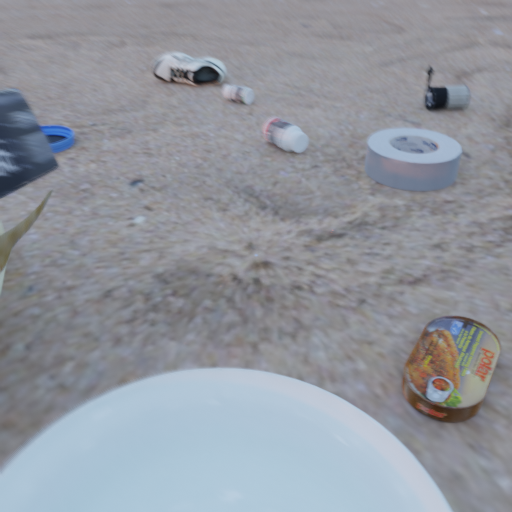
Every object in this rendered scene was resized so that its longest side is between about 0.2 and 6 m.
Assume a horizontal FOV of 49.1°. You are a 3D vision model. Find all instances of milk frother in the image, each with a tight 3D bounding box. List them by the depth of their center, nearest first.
[{"bbox_3d":[4.499,-3.999,13.329,0.899,0.956,0.863,-5,30,-8],"label":"milk frother"}]

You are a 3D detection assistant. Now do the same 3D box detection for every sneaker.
[{"bbox_3d":[-1.819,-4.944,14.941,2.002,0.757,0.878,-2,34,-1],"label":"sneaker"}]

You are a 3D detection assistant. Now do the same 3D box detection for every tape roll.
[{"bbox_3d":[2.868,-1.806,10.334,1.687,0.557,1.687,-1,33,0],"label":"tape roll"}]

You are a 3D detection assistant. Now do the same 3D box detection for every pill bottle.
[{"bbox_3d":[0.602,-2.416,11.290,0.530,0.530,0.957,-20,39,-28],"label":"pill bottle"},{"bbox_3d":[-0.451,-3.982,13.799,0.690,0.390,0.390,20,38,28],"label":"pill bottle"}]

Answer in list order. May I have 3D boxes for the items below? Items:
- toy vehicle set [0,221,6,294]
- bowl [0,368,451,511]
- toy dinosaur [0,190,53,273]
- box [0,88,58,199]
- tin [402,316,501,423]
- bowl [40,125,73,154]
[{"bbox_3d":[-4.317,0.899,6.223,2.479,0.529,3.989,-8,34,-12],"label":"toy vehicle set"},{"bbox_3d":[-0.273,2.218,3.484,2.981,1.340,2.981,1,33,0],"label":"bowl"},{"bbox_3d":[-3.100,-0.047,6.534,2.008,0.584,1.015,-45,44,-11],"label":"toy dinosaur"},{"bbox_3d":[-4.116,-0.189,4.976,3.765,0.937,2.969,-18,20,18],"label":"box"},{"bbox_3d":[2.114,1.184,6.036,0.838,0.313,1.497,15,36,29],"label":"tin"},{"bbox_3d":[-4.346,-2.371,11.494,1.174,0.230,1.174,0,33,0],"label":"bowl"}]
